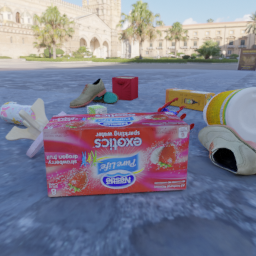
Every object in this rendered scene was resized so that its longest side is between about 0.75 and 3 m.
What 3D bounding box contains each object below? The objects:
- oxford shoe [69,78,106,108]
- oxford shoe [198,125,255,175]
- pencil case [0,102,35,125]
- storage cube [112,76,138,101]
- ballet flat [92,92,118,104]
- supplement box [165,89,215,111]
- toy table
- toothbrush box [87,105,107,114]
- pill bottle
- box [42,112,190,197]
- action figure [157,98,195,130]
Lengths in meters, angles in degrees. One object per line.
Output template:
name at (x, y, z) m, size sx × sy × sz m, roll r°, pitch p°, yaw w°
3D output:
oxford shoe at (-2.170, -1.820, 14.533) m, size 0.848 × 0.900 × 2.406 m, roll 11°, pitch 38°, yaw 39°
oxford shoe at (2.325, 0.461, 6.959) m, size 0.865 × 0.829 × 2.342 m, roll -7°, pitch 16°, yaw -17°
pencil case at (-4.013, -0.530, 10.647) m, size 1.852 × 0.770 × 0.840 m, roll 10°, pitch 56°, yaw 30°
storage cube at (-0.163, -2.374, 16.636) m, size 1.234 × 1.298 × 1.444 m, roll 6°, pitch 17°, yaw 21°
ballet flat at (-1.226, -1.638, 15.456) m, size 1.960 × 0.665 × 0.709 m, roll 4°, pitch -4°, yaw 30°
supplement box at (3.058, -1.450, 14.052) m, size 0.878 × 0.849 × 2.553 m, roll -9°, pitch 18°, yaw -37°
toy table at (-2.423, -0.043, 7.410) m, size 1.465 × 0.858 × 1.347 m, roll -55°, pitch 5°, yaw -30°
toothbrush box at (-1.395, -0.794, 12.531) m, size 0.593 × 0.350 × 0.814 m, roll -11°, pitch 19°, yaw -34°
pill bottle at (3.240, -0.405, 8.519) m, size 1.496 × 1.496 × 2.693 m, roll -1°, pitch 4°, yaw -3°
box at (-0.233, 0.472, 5.798) m, size 2.750 × 1.371 × 1.313 m, roll -1°, pitch 15°, yaw -5°
action figure at (1.877, -0.638, 10.504) m, size 1.164 × 0.768 × 2.352 m, roll -44°, pitch 20°, yaw -5°
